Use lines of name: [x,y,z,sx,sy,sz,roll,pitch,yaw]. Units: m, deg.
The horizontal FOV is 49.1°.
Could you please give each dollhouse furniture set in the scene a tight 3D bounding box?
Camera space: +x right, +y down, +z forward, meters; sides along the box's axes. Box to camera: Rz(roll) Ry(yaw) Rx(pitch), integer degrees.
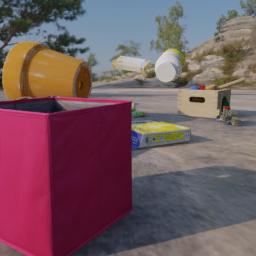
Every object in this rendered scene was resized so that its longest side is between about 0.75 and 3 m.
dollhouse furniture set: [0.093,-1.008,14.460,0.917,0.708,1.834,-8,13,-33]

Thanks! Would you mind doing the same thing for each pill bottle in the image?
pill bottle: [1.332,-1.973,8.924,0.841,0.841,1.502,3,28,18]

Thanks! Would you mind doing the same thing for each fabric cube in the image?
fabric cube: [-1.000,0.467,3.853,1.641,1.667,1.672,5,12,32]

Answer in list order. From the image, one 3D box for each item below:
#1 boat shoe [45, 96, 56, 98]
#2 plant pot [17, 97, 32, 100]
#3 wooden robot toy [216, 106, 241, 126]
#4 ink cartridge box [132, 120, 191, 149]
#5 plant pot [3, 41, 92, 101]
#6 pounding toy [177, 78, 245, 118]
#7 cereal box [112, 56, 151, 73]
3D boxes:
boat shoe: [-1.960,-0.088,6.813,0.914,1.120,2.663,-2,28,-21]
plant pot: [-2.760,-0.220,8.801,1.410,1.410,1.396,4,3,18]
wooden robot toy: [4.445,-0.501,11.997,0.753,0.731,1.660,9,9,-13]
ink cartridge box: [0.359,0.131,8.889,2.296,0.540,2.269,-3,11,-27]
plant pot: [-3.016,-1.921,11.419,2.662,2.908,2.908,10,13,15]
pounding toy: [4.323,-1.621,14.516,2.659,1.890,2.447,7,13,35]
cereal box: [0.126,-2.206,9.665,1.152,0.228,0.829,13,33,16]
